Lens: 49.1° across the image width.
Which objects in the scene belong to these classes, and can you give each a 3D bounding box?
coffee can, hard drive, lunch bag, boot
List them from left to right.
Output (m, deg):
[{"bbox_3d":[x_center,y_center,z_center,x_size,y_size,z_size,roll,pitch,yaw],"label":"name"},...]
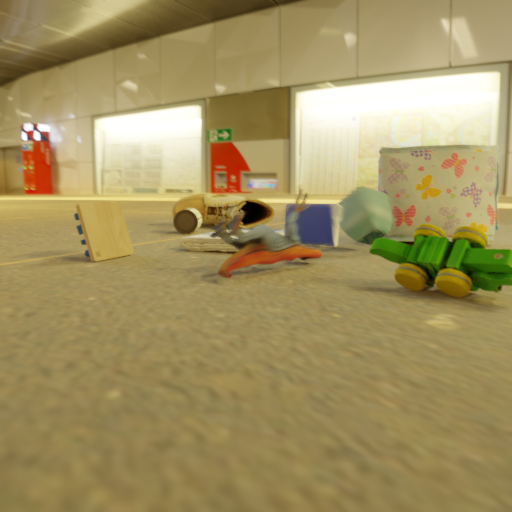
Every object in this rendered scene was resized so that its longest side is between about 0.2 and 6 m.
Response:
[{"bbox_3d":[-1.907,-0.979,15.688,0.680,0.680,0.929,0,8,2],"label":"coffee can"},{"bbox_3d":[-1.056,-1.357,17.278,2.892,1.053,2.248,1,8,-16],"label":"boot"},{"bbox_3d":[1.102,-0.634,11.292,1.239,0.817,0.157,4,3,42],"label":"hard drive"},{"bbox_3d":[4.256,-1.429,13.198,2.706,2.295,1.720,-1,6,14],"label":"lunch bag"}]

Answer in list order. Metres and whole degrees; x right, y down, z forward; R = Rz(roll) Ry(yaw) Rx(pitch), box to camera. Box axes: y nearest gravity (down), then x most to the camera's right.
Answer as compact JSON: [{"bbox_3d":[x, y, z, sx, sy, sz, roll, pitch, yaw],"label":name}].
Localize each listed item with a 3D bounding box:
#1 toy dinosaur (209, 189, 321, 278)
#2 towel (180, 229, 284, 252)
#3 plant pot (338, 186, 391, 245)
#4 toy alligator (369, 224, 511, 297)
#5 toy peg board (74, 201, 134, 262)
[{"bbox_3d":[0.252,-0.058,9.543,2.037,2.245,1.179,27,-34,-25],"label":"toy dinosaur"},{"bbox_3d":[-0.259,-0.367,12.719,1.994,0.323,2.715,3,8,22],"label":"towel"},{"bbox_3d":[2.310,-0.772,11.812,0.907,0.927,0.910,8,-35,-42],"label":"plant pot"},{"bbox_3d":[2.889,0.183,7.438,2.949,0.874,0.800,8,-29,44],"label":"toy alligator"},{"bbox_3d":[-3.078,-0.441,10.898,0.548,1.121,1.116,-16,0,29],"label":"toy peg board"}]
